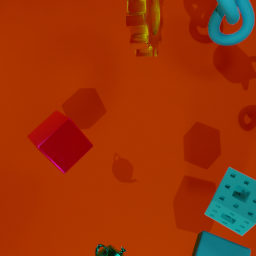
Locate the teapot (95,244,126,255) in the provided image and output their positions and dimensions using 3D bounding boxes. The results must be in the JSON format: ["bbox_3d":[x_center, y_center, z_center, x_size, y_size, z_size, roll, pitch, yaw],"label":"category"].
[{"bbox_3d":[-0.204,2.331,4.863,0.526,0.668,1.075,-50,118,-15],"label":"teapot"}]

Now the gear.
[{"bbox_3d":[0.359,-2.268,5.372,0.330,1.786,1.786,3,81,17],"label":"gear"}]

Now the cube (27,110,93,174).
[{"bbox_3d":[-1.417,0.274,5.859,0.843,0.843,0.843,-45,124,-14],"label":"cube"}]

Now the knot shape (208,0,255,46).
[{"bbox_3d":[2.382,-2.686,6.402,0.792,1.603,1.713,22,43,38],"label":"knot shape"}]

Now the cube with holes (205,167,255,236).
[{"bbox_3d":[2.114,1.442,5.502,0.804,0.804,0.804,27,61,20],"label":"cube with holes"}]

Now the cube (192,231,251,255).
[{"bbox_3d":[1.897,2.900,6.003,0.994,0.994,0.994,18,70,15],"label":"cube"}]
